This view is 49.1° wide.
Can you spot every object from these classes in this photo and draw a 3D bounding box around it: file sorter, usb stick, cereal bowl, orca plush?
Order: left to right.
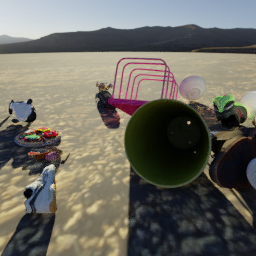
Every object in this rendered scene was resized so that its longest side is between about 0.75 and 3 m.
[{"bbox_3d":[-3.953,-0.503,10.745,2.060,0.732,1.084,3,61,41],"label":"orca plush"},{"bbox_3d":[-0.976,-1.335,13.124,0.681,0.401,2.457,-9,21,-11],"label":"usb stick"},{"bbox_3d":[0.695,-1.292,9.739,1.764,1.592,2.539,7,-6,19],"label":"file sorter"},{"bbox_3d":[3.113,-1.810,13.330,1.308,1.308,0.545,-1,43,-4],"label":"cereal bowl"}]

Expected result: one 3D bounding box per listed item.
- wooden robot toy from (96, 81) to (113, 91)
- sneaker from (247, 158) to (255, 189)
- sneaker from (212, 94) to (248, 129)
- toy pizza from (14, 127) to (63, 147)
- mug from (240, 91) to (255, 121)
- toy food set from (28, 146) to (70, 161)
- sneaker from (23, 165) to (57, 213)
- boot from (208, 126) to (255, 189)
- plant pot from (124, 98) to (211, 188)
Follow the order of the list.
[{"bbox_3d":[-1.455,-2.287,16.080,1.191,0.525,0.541,10,57,26],"label":"wooden robot toy"},{"bbox_3d":[3.690,0.978,5.807,2.608,0.945,1.487,11,14,7],"label":"sneaker"},{"bbox_3d":[3.413,-0.425,9.489,0.902,0.984,2.350,-3,-11,39],"label":"sneaker"},{"bbox_3d":[-2.804,0.224,8.811,1.453,0.230,1.453,0,19,0],"label":"toy pizza"},{"bbox_3d":[5.055,-0.628,10.331,1.408,1.040,1.235,24,14,-25],"label":"mug"},{"bbox_3d":[-2.196,0.676,7.578,1.137,0.179,0.723,2,19,4],"label":"toy food set"},{"bbox_3d":[-1.754,1.168,5.600,0.626,0.540,1.429,-5,19,-13],"label":"sneaker"},{"bbox_3d":[2.387,0.671,6.789,2.986,1.116,1.447,-18,8,-43],"label":"boot"},{"bbox_3d":[1.148,0.245,6.778,1.886,1.886,2.015,8,8,22],"label":"plant pot"}]
